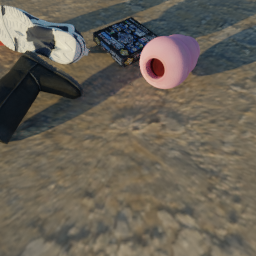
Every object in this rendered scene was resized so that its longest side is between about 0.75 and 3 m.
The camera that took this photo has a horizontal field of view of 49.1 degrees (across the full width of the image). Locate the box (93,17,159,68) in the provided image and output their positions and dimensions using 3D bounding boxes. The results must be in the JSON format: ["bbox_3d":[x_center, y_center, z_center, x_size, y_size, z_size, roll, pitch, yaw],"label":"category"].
[{"bbox_3d":[-0.019,-3.039,9.746,1.754,0.439,1.767,-33,61,-22],"label":"box"}]

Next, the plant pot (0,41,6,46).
[{"bbox_3d":[-3.979,-3.294,9.483,1.023,1.156,1.156,4,47,-28],"label":"plant pot"}]

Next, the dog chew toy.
[{"bbox_3d":[1.377,-2.093,8.279,1.456,1.456,2.339,29,42,21],"label":"dog chew toy"}]

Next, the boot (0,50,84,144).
[{"bbox_3d":[-2.665,-0.632,7.537,2.044,0.814,2.480,31,62,-5],"label":"boot"}]

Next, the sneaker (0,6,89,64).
[{"bbox_3d":[-2.540,-2.837,8.766,2.956,1.180,1.924,17,15,9],"label":"sneaker"}]
